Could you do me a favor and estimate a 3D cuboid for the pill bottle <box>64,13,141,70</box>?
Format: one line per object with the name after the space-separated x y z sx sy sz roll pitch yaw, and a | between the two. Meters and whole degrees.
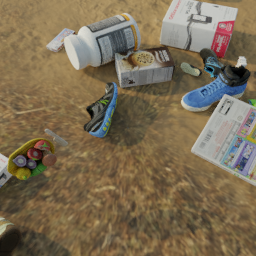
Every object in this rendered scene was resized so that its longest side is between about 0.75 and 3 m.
-0.914 -3.097 10.146 2.501 1.455 1.455 -26 58 -18 | pill bottle

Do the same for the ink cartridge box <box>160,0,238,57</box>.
2.756 -4.015 11.055 2.610 1.088 1.896 16 55 12 | ink cartridge box

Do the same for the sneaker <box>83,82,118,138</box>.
-0.841 -0.689 8.804 0.871 0.746 2.103 15 57 3 | sneaker

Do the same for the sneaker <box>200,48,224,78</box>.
2.979 -2.400 10.221 0.582 0.520 1.421 -20 56 -14 | sneaker

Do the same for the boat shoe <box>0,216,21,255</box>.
-3.651 3.060 6.035 1.025 0.965 2.692 22 46 30 | boat shoe

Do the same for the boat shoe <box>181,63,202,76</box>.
2.294 -2.125 10.185 0.867 0.317 0.272 36 29 33 | boat shoe

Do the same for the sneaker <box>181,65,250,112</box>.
2.831 -1.358 8.969 2.297 1.278 0.882 -14 55 -10 | sneaker

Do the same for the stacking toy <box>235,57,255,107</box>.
4.895 -1.542 9.562 1.838 0.573 2.438 0 54 0 | stacking toy

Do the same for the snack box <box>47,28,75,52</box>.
-2.690 -3.557 11.300 0.482 0.163 1.342 22 56 15 | snack box

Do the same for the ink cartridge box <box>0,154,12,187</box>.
-3.799 1.255 7.497 0.927 0.538 1.257 26 59 19 | ink cartridge box

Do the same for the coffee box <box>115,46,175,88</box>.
0.574 -2.163 9.891 1.909 0.762 1.079 -10 54 -7 | coffee box

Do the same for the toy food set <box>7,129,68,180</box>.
-1.962 0.678 6.096 1.349 0.794 0.441 -39 46 -5 | toy food set

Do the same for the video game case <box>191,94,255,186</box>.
3.272 0.271 8.164 2.030 0.246 2.230 28 69 20 | video game case
